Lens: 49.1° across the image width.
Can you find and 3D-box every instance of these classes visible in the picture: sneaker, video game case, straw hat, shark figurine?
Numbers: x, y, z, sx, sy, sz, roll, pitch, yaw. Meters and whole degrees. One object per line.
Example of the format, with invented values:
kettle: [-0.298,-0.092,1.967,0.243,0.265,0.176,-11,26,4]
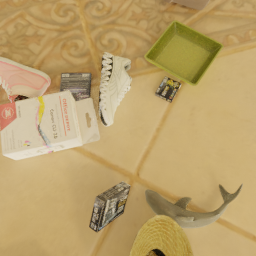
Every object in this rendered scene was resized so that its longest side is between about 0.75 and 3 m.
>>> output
sneaker: [-3.737,-1.420,8.814,2.308,0.869,1.207,17,63,3]
video game case: [-1.720,-1.193,9.104,1.003,0.133,1.403,-1,65,0]
sneaker: [-0.398,-1.249,8.783,1.025,0.951,2.530,6,68,-7]
straw hat: [0.418,3.534,6.478,1.202,2.841,2.841,-22,61,37]
shark figurine: [1.769,2.195,7.231,2.513,1.049,1.501,-5,68,0]

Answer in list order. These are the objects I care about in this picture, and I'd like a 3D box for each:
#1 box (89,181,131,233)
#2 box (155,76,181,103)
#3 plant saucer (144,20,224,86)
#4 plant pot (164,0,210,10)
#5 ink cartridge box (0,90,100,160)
box: [-0.440,1.955,7.068,0.287,1.154,0.910,25,112,27]
box: [1.311,-1.260,9.131,0.607,0.185,0.753,27,70,14]
plant saucer: [1.867,-2.468,9.484,1.990,0.477,1.988,33,71,13]
plant pot: [2.301,-5.103,10.073,1.550,1.777,1.777,28,69,-7]
ink cartridge box: [-2.246,-0.130,8.136,2.613,0.882,1.522,-13,73,-2]
